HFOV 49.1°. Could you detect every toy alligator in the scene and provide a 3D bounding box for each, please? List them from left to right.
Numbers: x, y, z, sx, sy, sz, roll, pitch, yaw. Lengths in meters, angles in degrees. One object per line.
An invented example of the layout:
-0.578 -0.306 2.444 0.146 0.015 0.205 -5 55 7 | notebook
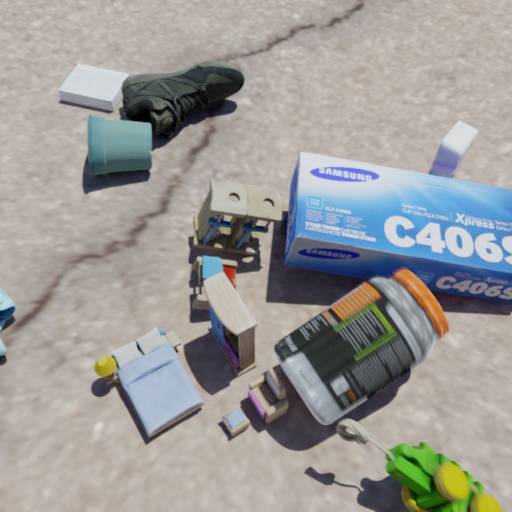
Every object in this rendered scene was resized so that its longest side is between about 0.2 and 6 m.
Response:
2.366 2.958 7.596 2.897 0.859 0.786 41 44 1 | toy alligator

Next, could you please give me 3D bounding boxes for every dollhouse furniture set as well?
-1.052 1.773 8.360 2.325 1.517 2.195 -26 59 -16 | dollhouse furniture set
-0.322 -0.127 9.683 1.288 1.296 1.838 7 60 -18 | dollhouse furniture set

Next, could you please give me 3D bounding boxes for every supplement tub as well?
1.575 1.314 8.400 2.362 1.447 1.447 -33 60 -1 | supplement tub

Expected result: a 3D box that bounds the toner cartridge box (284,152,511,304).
2.683 -0.505 9.906 4.204 0.908 1.997 9 53 -4 | toner cartridge box

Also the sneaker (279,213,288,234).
1.092 -0.926 10.830 0.661 0.566 1.612 37 69 6 | sneaker

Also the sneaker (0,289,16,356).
-4.599 0.770 9.562 0.946 0.853 2.308 -5 62 -17 | sneaker

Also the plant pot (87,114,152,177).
-2.744 -2.236 11.405 1.222 1.248 1.248 -1 55 -11 | plant pot

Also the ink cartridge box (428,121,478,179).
3.829 -1.988 10.959 0.437 1.040 0.753 33 65 18 | ink cartridge box

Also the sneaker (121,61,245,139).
-1.549 -3.337 12.217 2.748 1.051 1.574 -9 57 -3 | sneaker

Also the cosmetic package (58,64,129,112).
-3.729 -3.913 13.003 1.337 0.346 1.008 14 55 9 | cosmetic package
